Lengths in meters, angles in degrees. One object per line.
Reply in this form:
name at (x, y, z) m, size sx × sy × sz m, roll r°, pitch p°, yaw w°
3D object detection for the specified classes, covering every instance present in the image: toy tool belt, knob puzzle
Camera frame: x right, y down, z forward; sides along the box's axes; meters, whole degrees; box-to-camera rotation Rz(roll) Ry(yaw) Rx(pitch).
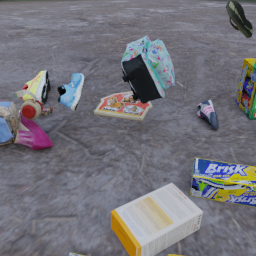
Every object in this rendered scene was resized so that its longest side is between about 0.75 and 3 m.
toy tool belt at (-4.559, -0.124, 9.595) m, size 2.970 × 1.855 × 1.825 m, roll -13°, pitch 23°, yaw 8°
knob puzzle at (-0.090, -1.234, 12.989) m, size 2.787 × 0.386 × 2.787 m, roll 0°, pitch 32°, yaw 0°

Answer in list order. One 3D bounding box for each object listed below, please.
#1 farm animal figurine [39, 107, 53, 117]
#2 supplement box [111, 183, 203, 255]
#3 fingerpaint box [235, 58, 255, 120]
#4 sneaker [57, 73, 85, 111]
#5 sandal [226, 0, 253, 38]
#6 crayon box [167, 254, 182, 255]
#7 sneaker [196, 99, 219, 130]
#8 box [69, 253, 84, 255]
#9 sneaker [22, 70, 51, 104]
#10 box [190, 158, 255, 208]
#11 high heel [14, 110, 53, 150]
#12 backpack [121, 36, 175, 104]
farm animal figurine at (-3.642, -0.678, 12.108) m, size 0.765 × 0.399 × 0.757 m, roll -9°, pitch 12°, yaw -39°
supplement box at (0.706, 2.317, 7.019) m, size 1.959 × 0.720 × 1.235 m, roll -18°, pitch 36°, yaw -26°
fingerpaint box at (5.466, -1.706, 12.092) m, size 0.780 × 2.126 × 1.774 m, roll -1°, pitch 33°, yaw -1°
sneaker at (-2.158, -1.514, 10.472) m, size 0.871 × 0.759 × 1.936 m, roll 18°, pitch 39°, yaw -15°
sandal at (4.086, -3.963, 10.450) m, size 0.497 × 1.742 × 0.692 m, roll 7°, pitch 65°, yaw 52°
crayon box at (1.999, 3.436, 5.305) m, size 2.562 × 0.661 × 1.611 m, roll 4°, pitch 33°, yaw 7°
sneaker at (3.322, -0.488, 11.749) m, size 0.770 × 0.658 × 1.877 m, roll -16°, pitch 30°, yaw 17°
box at (-0.914, 3.075, 6.227) m, size 0.915 × 0.294 × 0.320 m, roll 7°, pitch 33°, yaw 10°
sneaker at (-4.528, -2.082, 13.759) m, size 1.194 × 1.034 × 2.645 m, roll -5°, pitch 33°, yaw -2°
box at (3.128, 1.608, 8.054) m, size 2.567 × 0.825 × 0.899 m, roll 8°, pitch 34°, yaw 12°
high heel at (-3.660, 0.026, 10.798) m, size 1.280 × 0.899 × 2.669 m, roll 15°, pitch 12°, yaw -26°
backpack at (0.749, -2.320, 10.490) m, size 1.725 × 2.033 × 2.291 m, roll -22°, pitch 34°, yaw 16°
